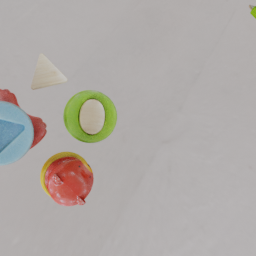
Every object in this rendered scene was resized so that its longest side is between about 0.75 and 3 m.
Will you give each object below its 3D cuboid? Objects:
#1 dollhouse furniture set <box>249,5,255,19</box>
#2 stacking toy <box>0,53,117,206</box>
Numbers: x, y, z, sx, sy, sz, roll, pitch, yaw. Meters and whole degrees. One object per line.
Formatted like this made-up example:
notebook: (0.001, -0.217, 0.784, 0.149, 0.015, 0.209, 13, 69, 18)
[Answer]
dollhouse furniture set: (3.392, -2.927, 6.208, 2.039, 1.019, 0.787, 10, 47, -14)
stacking toy: (-1.108, 0.023, 4.120, 2.082, 0.879, 1.885, 36, 84, -16)
